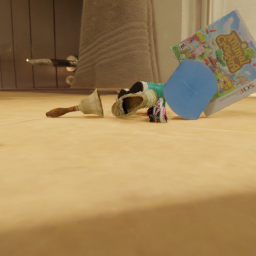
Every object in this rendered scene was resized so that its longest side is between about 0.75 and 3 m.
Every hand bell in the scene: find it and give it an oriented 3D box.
[{"bbox_3d":[-2.031,-0.710,10.389,2.085,1.086,1.086,-12,10,1],"label":"hand bell"}]

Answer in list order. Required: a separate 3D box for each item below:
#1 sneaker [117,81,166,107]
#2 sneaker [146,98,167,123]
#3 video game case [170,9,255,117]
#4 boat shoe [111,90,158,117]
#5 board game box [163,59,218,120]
[{"bbox_3d":[0.720,-1.236,11.784,1.738,1.204,2.879,6,-6,-23],"label":"sneaker"},{"bbox_3d":[0.949,-0.625,9.683,0.658,0.612,1.523,-7,19,5],"label":"sneaker"},{"bbox_3d":[3.427,-2.337,10.279,2.708,2.975,0.328,-28,-4,16],"label":"video game case"},{"bbox_3d":[0.040,-0.843,9.738,0.676,0.790,2.157,-14,-4,-43],"label":"boat shoe"},{"bbox_3d":[2.159,-1.374,10.040,1.708,2.161,0.421,39,-13,-10],"label":"board game box"}]
